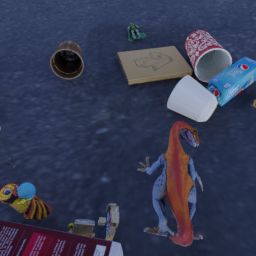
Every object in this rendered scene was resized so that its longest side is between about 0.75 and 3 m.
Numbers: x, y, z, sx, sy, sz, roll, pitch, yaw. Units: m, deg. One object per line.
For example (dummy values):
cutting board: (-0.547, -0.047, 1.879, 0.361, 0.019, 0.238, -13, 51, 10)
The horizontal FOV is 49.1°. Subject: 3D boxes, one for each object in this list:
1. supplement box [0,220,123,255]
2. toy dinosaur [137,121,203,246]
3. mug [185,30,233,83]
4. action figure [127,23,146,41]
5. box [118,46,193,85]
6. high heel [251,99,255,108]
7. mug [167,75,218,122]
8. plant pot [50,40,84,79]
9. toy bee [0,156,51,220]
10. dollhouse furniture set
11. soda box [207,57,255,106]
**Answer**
supplement box: (-1.662, 2.591, 4.733, 2.907, 0.885, 1.582, 7, 45, 11)
toy dinosaur: (1.183, 0.940, 5.786, 1.444, 2.750, 2.495, 11, 76, -10)
mug: (2.829, -2.507, 10.001, 1.241, 1.652, 1.861, -33, 37, 20)
action figure: (0.261, -4.215, 12.080, 0.777, 0.360, 1.315, -10, 42, -6)
box: (0.918, -2.363, 10.264, 2.323, 0.247, 1.899, -10, 46, -9)
high heel: (4.872, -1.241, 8.111, 2.352, 1.677, 0.840, -4, 45, -4)
mug: (2.018, -0.861, 8.170, 1.154, 1.126, 1.405, 36, 71, 21)
plant pot: (-2.069, -2.450, 9.784, 1.103, 1.103, 1.092, -3, 39, -3)
toy bee: (-2.345, 1.445, 5.783, 1.467, 0.960, 0.797, 40, 54, 12)
dollhouse furniture set: (-0.708, 1.787, 5.631, 0.933, 0.881, 0.609, 7, 44, -9)
soda box: (3.448, -1.554, 9.115, 2.074, 0.703, 0.665, -32, 53, -28)
